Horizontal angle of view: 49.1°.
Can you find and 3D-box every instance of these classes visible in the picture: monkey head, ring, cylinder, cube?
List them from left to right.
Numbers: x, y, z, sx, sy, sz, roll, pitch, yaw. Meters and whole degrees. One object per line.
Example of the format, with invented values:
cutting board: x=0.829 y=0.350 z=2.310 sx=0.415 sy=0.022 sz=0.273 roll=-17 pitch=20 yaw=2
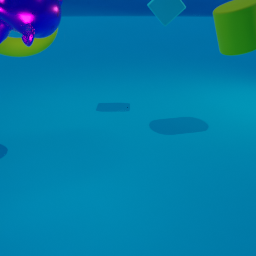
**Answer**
ring: x=-2.560 y=-2.461 z=6.219 sx=1.986 sy=1.986 sz=0.397 roll=-14 pitch=-15 yaw=-28
monkey head: x=-1.495 y=-1.603 z=4.124 sx=0.911 sy=1.088 sz=1.512 roll=24 pitch=39 yaw=-15
cube: x=1.286 y=-4.142 z=9.516 sx=0.903 sy=0.903 sz=0.903 roll=-39 pitch=17 yaw=18
cylinder: x=3.205 y=-2.934 z=8.104 sx=1.256 sy=1.256 sz=1.256 roll=-17 pitch=30 yaw=10
